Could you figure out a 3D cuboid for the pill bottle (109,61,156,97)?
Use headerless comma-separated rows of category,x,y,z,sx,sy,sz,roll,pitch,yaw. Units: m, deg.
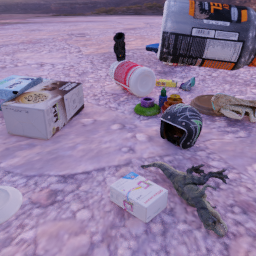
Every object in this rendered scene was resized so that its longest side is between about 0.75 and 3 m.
pill bottle,0.106,-2.162,11.788,1.183,1.183,2.107,-16,32,-29

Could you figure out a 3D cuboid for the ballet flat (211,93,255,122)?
ballet flat,3.897,-0.571,9.271,2.294,0.809,0.749,8,60,6

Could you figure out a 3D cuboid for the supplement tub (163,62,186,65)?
supplement tub,2.862,-4.142,15.720,1.711,1.201,1.201,0,27,1

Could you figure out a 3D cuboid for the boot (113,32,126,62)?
boot,-0.378,-3.671,12.108,0.544,1.082,1.447,-12,43,-3

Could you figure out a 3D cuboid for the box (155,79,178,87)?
box,1.728,-2.023,12.574,0.977,0.245,0.368,7,28,14

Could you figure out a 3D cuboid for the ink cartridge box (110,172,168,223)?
ink cartridge box,0.221,1.364,5.655,0.975,0.413,0.704,23,34,36

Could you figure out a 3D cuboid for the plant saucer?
plant saucer,3.165,-0.890,10.336,1.731,0.255,1.731,1,26,0

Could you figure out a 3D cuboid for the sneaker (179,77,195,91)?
sneaker,2.610,-1.978,12.317,0.508,0.432,1.160,8,28,26

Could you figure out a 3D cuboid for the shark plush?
shark plush,-3.936,-1.130,9.796,2.133,0.888,0.969,-24,72,-32

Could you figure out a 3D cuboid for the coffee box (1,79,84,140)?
coffee box,-2.587,-0.697,9.072,1.434,1.013,2.538,8,28,15

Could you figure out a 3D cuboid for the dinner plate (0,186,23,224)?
dinner plate,-2.807,1.527,5.650,1.281,0.155,1.281,-1,25,0

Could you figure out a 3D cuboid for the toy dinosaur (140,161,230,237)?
toy dinosaur,1.364,1.138,5.980,1.137,0.612,2.580,-19,28,-21

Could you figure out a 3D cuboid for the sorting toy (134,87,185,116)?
sorting toy,1.157,-0.925,9.809,1.871,0.768,1.124,7,28,14

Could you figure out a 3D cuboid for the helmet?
helmet,1.478,-0.112,7.762,1.209,1.153,1.209,0,27,0

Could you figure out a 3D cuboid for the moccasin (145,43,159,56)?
moccasin,2.217,-4.657,17.174,2.583,0.881,1.039,16,38,32

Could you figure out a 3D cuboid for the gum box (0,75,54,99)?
gum box,-4.436,-1.672,11.621,2.090,0.466,1.775,9,28,15

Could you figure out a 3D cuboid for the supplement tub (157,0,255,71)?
supplement tub,2.144,-2.364,7.237,2.609,1.598,1.598,8,27,3
